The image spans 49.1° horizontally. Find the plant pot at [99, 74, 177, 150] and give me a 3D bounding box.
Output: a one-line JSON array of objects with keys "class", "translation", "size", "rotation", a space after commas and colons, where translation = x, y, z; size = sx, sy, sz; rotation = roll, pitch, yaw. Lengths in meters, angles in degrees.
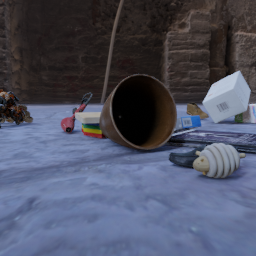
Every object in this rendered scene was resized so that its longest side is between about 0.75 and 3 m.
[{"class": "plant pot", "translation": [-0.009, -0.251, 7.595], "size": [1.847, 1.847, 1.976], "rotation": [-3, -8, -28]}]

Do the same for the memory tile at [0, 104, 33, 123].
[{"class": "memory tile", "translation": [-5.650, -0.656, 13.533], "size": [1.851, 0.155, 1.418], "rotation": [-1, -32, -2]}]

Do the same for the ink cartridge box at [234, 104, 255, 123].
[{"class": "ink cartridge box", "translation": [6.771, -0.713, 13.993], "size": [1.610, 0.934, 2.223], "rotation": [-4, 8, -32]}]

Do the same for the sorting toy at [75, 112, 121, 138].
[{"class": "sorting toy", "translation": [-0.642, -0.122, 9.684], "size": [2.129, 0.741, 2.116], "rotation": [-2, 7, -17]}]

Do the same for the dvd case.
[{"class": "dvd case", "translation": [2.661, 0.329, 7.962], "size": [2.974, 0.238, 2.211], "rotation": [4, 8, 34]}]

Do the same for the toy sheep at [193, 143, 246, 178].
[{"class": "toy sheep", "translation": [1.521, 0.531, 4.660], "size": [0.930, 0.641, 0.641], "rotation": [-15, 9, -11]}]

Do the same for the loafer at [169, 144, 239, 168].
[{"class": "loafer", "translation": [1.423, 0.521, 5.313], "size": [1.294, 0.454, 0.439], "rotation": [2, 7, 16]}]

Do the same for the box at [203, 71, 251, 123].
[{"class": "box", "translation": [5.033, -1.594, 14.136], "size": [1.639, 1.284, 2.635], "rotation": [-27, 13, 37]}]

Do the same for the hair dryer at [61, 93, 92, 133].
[{"class": "hair dryer", "translation": [-2.058, -0.491, 10.563], "size": [0.518, 1.907, 1.452], "rotation": [30, -45, -18]}]

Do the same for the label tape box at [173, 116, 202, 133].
[{"class": "label tape box", "translation": [1.815, -0.069, 10.159], "size": [0.975, 0.428, 1.352], "rotation": [-5, -10, -35]}]

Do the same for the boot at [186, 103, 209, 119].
[{"class": "boot", "translation": [3.966, -0.989, 16.169], "size": [0.666, 0.683, 1.810], "rotation": [-15, 24, -21]}]

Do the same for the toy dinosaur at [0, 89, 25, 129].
[{"class": "toy dinosaur", "translation": [-5.658, -1.004, 12.037], "size": [1.404, 1.865, 2.748], "rotation": [-13, -47, 47]}]
